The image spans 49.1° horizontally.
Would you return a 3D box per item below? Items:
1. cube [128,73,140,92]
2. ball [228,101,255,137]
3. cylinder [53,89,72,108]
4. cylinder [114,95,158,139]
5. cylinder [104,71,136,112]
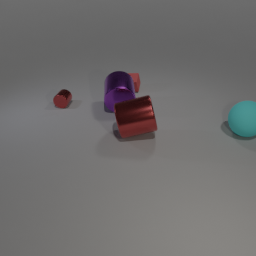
[{"bbox_3d":[0.217,-2.374,14.604,0.700,0.700,0.700,2,52,14],"label":"cube"},{"bbox_3d":[4.605,-0.354,10.836,1.400,1.400,1.400,0,31,0],"label":"ball"},{"bbox_3d":[-3.078,-1.382,13.224,0.700,0.700,0.700,5,32,8],"label":"cylinder"},{"bbox_3d":[0.302,-0.423,10.710,1.400,1.400,1.400,-13,31,4],"label":"cylinder"},{"bbox_3d":[-0.387,-1.650,12.771,1.400,1.400,1.400,-2,42,-3],"label":"cylinder"}]
